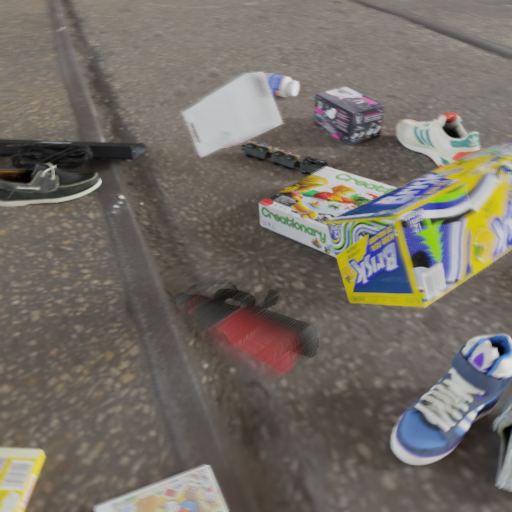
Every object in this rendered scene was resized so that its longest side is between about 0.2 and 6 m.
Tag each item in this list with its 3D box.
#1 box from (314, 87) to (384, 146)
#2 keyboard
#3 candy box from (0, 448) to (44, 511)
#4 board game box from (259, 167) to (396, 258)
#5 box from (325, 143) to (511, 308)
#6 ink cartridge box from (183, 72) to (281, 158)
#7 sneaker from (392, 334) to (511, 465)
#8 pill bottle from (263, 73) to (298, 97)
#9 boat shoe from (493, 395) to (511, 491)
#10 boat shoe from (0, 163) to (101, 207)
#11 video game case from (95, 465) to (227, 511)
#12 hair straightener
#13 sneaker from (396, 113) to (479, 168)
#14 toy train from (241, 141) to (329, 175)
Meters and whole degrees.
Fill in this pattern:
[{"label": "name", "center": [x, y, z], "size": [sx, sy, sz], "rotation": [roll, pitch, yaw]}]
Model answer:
[{"label": "box", "center": [2.570, -3.965, 15.694], "size": [1.140, 0.989, 1.725], "rotation": [-19, 41, -23]}, {"label": "keyboard", "center": [-5.178, -2.466, 14.202], "size": [4.447, 0.881, 2.314], "rotation": [2, 14, 4]}, {"label": "candy box", "center": [-3.342, 3.158, 6.915], "size": [0.871, 0.225, 1.704], "rotation": [0, 37, 4]}, {"label": "board game box", "center": [2.181, -0.745, 11.474], "size": [3.697, 0.640, 2.334], "rotation": [25, 42, 36]}, {"label": "box", "center": [2.783, -0.570, 7.698], "size": [3.725, 1.197, 1.305], "rotation": [-24, 12, -32]}, {"label": "ink cartridge box", "center": [-0.413, -2.215, 8.932], "size": [1.560, 0.850, 0.393], "rotation": [-15, 9, 43]}, {"label": "sneaker", "center": [2.734, 1.801, 7.642], "size": [2.061, 1.509, 0.830], "rotation": [-23, 43, -27]}, {"label": "pill bottle", "center": [0.730, -5.446, 17.943], "size": [1.160, 0.650, 0.650], "rotation": [18, 41, 22]}, {"label": "boat shoe", "center": [3.454, 2.487, 7.571], "size": [0.469, 0.539, 1.462], "rotation": [12, 45, 8]}, {"label": "boat shoe", "center": [-4.837, -1.713, 12.900], "size": [2.412, 0.816, 0.866], "rotation": [-8, 36, -12]}, {"label": "video game case", "center": [-1.050, 3.350, 6.707], "size": [1.498, 0.171, 1.363], "rotation": [-14, 40, -19]}, {"label": "hair straightener", "center": [-0.145, 0.755, 6.989], "size": [0.941, 0.501, 2.446], "rotation": [-20, 21, -37]}, {"label": "sneaker", "center": [4.691, -3.167, 14.356], "size": [1.004, 1.334, 2.853], "rotation": [-14, 40, -17]}, {"label": "toy train", "center": [0.719, -2.500, 14.245], "size": [2.470, 0.421, 0.566], "rotation": [21, 38, 25]}]
